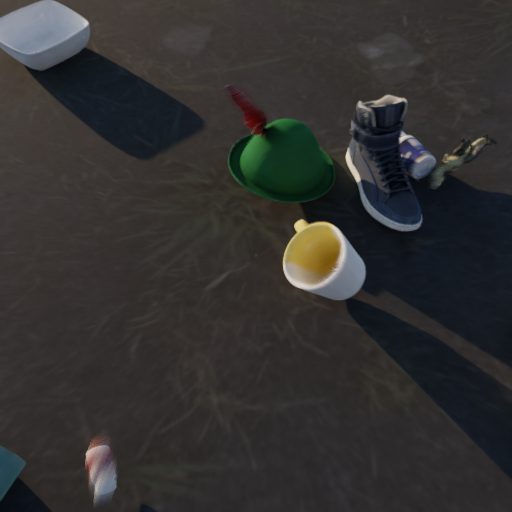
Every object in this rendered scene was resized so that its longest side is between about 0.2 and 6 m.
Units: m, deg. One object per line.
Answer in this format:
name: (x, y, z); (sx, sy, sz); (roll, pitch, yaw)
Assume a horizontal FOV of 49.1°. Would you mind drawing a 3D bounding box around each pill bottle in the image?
pill bottle: (3.095, -2.064, 11.295); (0.555, 0.555, 1.000); (-21, 55, -16)
pill bottle: (-2.054, 2.851, 7.458); (0.315, 0.315, 0.552); (-17, 58, -13)

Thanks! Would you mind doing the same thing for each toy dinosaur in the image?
toy dinosaur: (4.150, -2.029, 10.981); (1.983, 0.874, 0.471); (-32, 78, -18)

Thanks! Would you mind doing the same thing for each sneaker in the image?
sneaker: (2.436, -1.805, 10.335); (0.947, 1.799, 2.490); (-14, 55, -14)

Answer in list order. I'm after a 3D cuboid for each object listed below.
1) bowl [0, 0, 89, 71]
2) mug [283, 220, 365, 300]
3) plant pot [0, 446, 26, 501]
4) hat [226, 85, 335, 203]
bowl: (-5.238, -5.322, 13.726); (1.965, 0.735, 1.968); (35, 59, 24)
mug: (1.212, 0.067, 9.082); (1.102, 1.129, 1.376); (-11, 62, 35)
plant pot: (-4.043, 2.836, 6.723); (1.867, 1.867, 1.498); (16, 58, 12)
hat: (0.635, -2.439, 10.246); (2.156, 2.291, 2.603); (13, 44, 1)
